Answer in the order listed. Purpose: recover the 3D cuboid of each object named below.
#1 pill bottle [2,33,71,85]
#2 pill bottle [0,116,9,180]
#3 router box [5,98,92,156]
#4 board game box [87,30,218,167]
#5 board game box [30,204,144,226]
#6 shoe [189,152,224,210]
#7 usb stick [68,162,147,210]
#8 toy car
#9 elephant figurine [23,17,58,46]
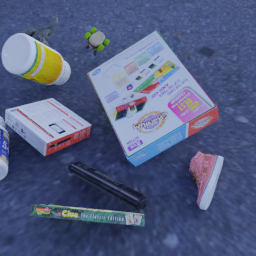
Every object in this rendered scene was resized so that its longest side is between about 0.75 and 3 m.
[{"bbox_3d":[-2.457,-1.801,7.849,1.053,1.868,1.053,-2,84,22],"label":"pill bottle"},{"bbox_3d":[-3.262,0.419,6.510,0.926,0.926,1.548,-11,49,-9],"label":"pill bottle"},{"bbox_3d":[-1.974,-0.101,7.011,1.594,0.389,1.430,33,34,26],"label":"router box"},{"bbox_3d":[0.470,-0.860,7.106,2.287,0.603,2.989,-30,57,6],"label":"board game box"},{"bbox_3d":[-0.689,1.650,5.340,2.009,1.053,0.236,4,77,3],"label":"board game box"},{"bbox_3d":[1.627,1.123,6.213,0.636,0.499,1.398,13,50,26],"label":"shoe"},{"bbox_3d":[-0.457,1.200,5.943,1.874,0.520,0.305,23,95,24],"label":"usb stick"},{"bbox_3d":[-1.120,-2.714,9.165,0.680,0.827,0.653,41,56,-7],"label":"toy car"},{"bbox_3d":[-2.878,-2.845,9.043,0.981,1.386,1.075,10,53,-18],"label":"elephant figurine"}]
